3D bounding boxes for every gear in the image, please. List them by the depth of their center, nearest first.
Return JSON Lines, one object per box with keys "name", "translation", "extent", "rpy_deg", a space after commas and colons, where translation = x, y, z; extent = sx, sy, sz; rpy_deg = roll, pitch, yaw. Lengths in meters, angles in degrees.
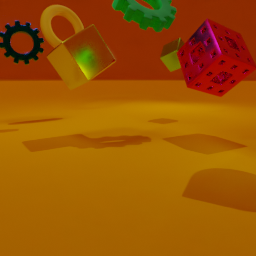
{"name": "gear", "translation": [0.447, -3.595, 8.072], "extent": [1.971, 1.971, 0.365], "rpy_deg": [-7, -30, -31]}
{"name": "gear", "translation": [-3.417, -2.729, 9.034], "extent": [1.348, 1.348, 0.249], "rpy_deg": [-4, 5, -21]}

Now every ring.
{"name": "ring", "translation": [-2.561, -3.939, 11.154], "extent": [1.926, 1.926, 0.385], "rpy_deg": [-10, -2, -43]}

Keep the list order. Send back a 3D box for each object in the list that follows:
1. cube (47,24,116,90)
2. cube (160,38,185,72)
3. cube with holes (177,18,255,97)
{"name": "cube", "translation": [-1.277, -1.900, 7.645], "extent": [1.141, 1.141, 1.141], "rpy_deg": [-44, 20, -30]}
{"name": "cube", "translation": [1.857, -2.860, 10.967], "extent": [0.799, 0.799, 0.799], "rpy_deg": [-16, -46, 39]}
{"name": "cube with holes", "translation": [2.338, -1.836, 7.569], "extent": [1.286, 1.286, 1.286], "rpy_deg": [10, -35, -29]}
